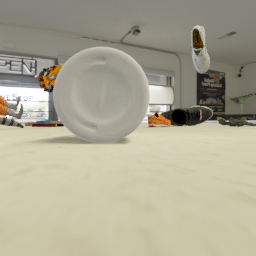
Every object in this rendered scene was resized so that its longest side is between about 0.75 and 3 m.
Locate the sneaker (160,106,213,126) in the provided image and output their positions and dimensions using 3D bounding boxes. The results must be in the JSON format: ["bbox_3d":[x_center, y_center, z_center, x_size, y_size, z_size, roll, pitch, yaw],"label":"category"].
[{"bbox_3d":[3.063,-0.538,13.769,2.848,1.007,1.413,-6,5,-11],"label":"sneaker"}]

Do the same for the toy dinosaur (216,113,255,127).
[{"bbox_3d":[5.031,-0.285,12.249,2.156,0.512,0.950,2,17,44],"label":"toy dinosaur"}]

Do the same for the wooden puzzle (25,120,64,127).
[{"bbox_3d":[-3.557,-0.185,12.613,1.778,0.308,2.635,-4,1,10],"label":"wooden puzzle"}]

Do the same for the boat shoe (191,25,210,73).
[{"bbox_3d":[3.096,-3.371,12.210,0.736,2.077,0.725,2,24,28],"label":"boat shoe"}]

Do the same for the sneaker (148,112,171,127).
[{"bbox_3d":[1.370,-0.340,11.777,0.591,0.624,1.619,0,0,31],"label":"sneaker"}]

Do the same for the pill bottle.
[{"bbox_3d":[-0.321,-0.407,4.203,1.158,1.158,1.937,0,1,-1],"label":"pill bottle"}]

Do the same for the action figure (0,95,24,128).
[{"bbox_3d":[-4.587,-0.342,8.486,2.672,1.445,2.762,-8,32,-23],"label":"action figure"}]

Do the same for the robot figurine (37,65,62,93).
[{"bbox_3d":[-2.458,-1.590,8.935,0.320,0.797,1.099,7,31,28],"label":"robot figurine"}]
